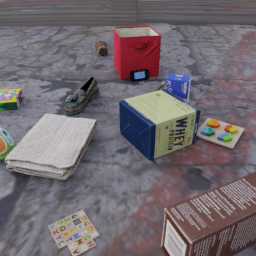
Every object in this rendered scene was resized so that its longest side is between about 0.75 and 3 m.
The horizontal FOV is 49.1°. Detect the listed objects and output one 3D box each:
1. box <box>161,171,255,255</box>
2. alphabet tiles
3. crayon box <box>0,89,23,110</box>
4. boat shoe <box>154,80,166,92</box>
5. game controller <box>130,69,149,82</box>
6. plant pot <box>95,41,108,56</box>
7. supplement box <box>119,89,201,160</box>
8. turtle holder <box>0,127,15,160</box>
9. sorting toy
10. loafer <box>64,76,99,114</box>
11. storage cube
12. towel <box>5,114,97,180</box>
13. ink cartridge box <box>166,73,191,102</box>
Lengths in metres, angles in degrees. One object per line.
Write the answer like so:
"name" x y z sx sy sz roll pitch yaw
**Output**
"box" 1.970 1.911 5.735 2.507 1.255 0.939 -13 35 -21
"alphabet tiles" -1.175 2.337 6.204 0.873 0.039 1.045 -19 36 -28
"crayon box" -4.973 -1.158 11.423 1.089 0.368 1.263 -6 33 -7
"boat shoe" 1.764 -1.720 11.873 0.780 0.848 2.372 23 43 24
"game controller" 0.550 -2.545 13.483 0.991 0.517 0.209 -12 28 -18
"plant pot" -1.549 -4.709 16.781 0.754 0.754 0.746 -7 42 -11
"supplement box" 0.964 -0.198 9.068 1.864 1.253 1.866 -18 36 -26
"turtle holder" -3.933 0.387 8.477 0.967 0.903 1.272 1 32 2
"sorting toy" 3.120 0.103 9.529 1.320 0.260 1.426 21 37 29
"loafer" -1.927 -1.394 11.437 0.852 0.746 2.370 11 34 17
"storage cube" 0.376 -3.806 14.022 1.975 2.077 2.310 -7 34 -11
"towel" -2.252 0.411 8.734 1.953 0.508 2.947 8 33 6
"ink cartridge box" 1.779 -1.131 10.090 0.809 1.720 0.380 11 48 15
